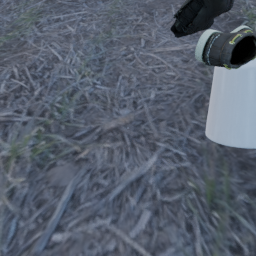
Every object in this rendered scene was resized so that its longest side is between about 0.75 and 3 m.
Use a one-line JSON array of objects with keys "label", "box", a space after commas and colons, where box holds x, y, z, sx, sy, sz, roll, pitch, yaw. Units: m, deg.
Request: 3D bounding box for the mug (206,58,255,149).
[{"label": "mug", "box": [2.426, -0.694, 5.542, 1.592, 1.632, 1.988, 7, 21, 37]}]

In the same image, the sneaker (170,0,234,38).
[{"label": "sneaker", "box": [1.983, -3.297, 7.923, 1.292, 2.848, 1.081, -30, 84, -5]}]

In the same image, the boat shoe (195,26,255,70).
[{"label": "boat shoe", "box": [1.279, -0.893, 3.209, 1.296, 0.462, 0.390, -20, 40, -41]}]
